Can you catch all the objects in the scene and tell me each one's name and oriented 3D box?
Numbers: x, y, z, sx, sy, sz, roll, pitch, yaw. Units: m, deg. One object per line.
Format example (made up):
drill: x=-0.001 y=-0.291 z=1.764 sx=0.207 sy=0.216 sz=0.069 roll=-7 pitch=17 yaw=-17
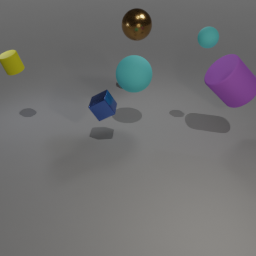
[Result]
cylinder: x=3.735 y=-1.678 z=10.101 sx=1.400 sy=1.400 sz=1.400 roll=37 pitch=18 yaw=-26
ball: x=2.704 y=-3.050 z=9.442 sx=0.700 sy=0.700 sz=0.700 roll=0 pitch=30 yaw=0
ball: x=0.229 y=-2.055 z=10.689 sx=1.400 sy=1.400 sz=1.400 roll=0 pitch=30 yaw=0
cube: x=-0.885 y=-0.801 z=9.968 sx=0.700 sy=0.700 sz=0.700 roll=-23 pitch=33 yaw=21
cylinder: x=-4.354 y=-2.443 z=10.479 sx=0.700 sy=0.700 sz=0.700 roll=-10 pitch=41 yaw=8
ball: x=0.402 y=-4.729 z=12.835 sx=1.400 sy=1.400 sz=1.400 roll=0 pitch=30 yaw=0
